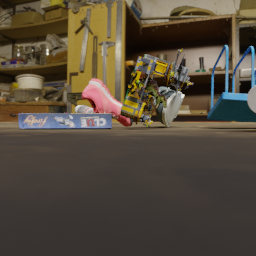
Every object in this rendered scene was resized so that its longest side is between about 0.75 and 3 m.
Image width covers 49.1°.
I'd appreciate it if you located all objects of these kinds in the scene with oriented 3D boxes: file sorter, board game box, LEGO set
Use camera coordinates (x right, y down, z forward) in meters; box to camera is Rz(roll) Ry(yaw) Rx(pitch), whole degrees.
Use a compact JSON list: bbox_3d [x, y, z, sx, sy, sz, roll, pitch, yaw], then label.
[{"bbox_3d":[3.269,-0.995,6.661,2.347,1.440,1.628,5,-13,6],"label":"file sorter"},{"bbox_3d":[-1.377,-0.160,6.609,1.972,0.341,1.336,0,1,-4],"label":"board game box"},{"bbox_3d":[0.756,-0.843,6.348,1.276,1.693,2.202,20,7,5],"label":"LEGO set"}]

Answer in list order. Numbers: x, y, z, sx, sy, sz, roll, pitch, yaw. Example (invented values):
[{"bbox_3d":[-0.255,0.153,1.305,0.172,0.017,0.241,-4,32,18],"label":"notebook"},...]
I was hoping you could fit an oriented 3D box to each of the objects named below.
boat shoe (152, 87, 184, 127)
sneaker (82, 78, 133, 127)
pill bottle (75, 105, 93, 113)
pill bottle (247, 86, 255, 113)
[{"bbox_3d":[1.027,-0.696,8.033,0.857,1.010,2.775,22,14,12],"label":"boat shoe"},{"bbox_3d":[-0.636,-0.557,8.120,1.781,0.773,0.656,45,-26,-15],"label":"sneaker"},{"bbox_3d":[-1.392,-0.502,9.076,0.435,0.435,0.786,-1,16,-42],"label":"pill bottle"},{"bbox_3d":[2.573,-0.528,4.703,1.136,0.639,0.639,-9,6,-30],"label":"pill bottle"}]
